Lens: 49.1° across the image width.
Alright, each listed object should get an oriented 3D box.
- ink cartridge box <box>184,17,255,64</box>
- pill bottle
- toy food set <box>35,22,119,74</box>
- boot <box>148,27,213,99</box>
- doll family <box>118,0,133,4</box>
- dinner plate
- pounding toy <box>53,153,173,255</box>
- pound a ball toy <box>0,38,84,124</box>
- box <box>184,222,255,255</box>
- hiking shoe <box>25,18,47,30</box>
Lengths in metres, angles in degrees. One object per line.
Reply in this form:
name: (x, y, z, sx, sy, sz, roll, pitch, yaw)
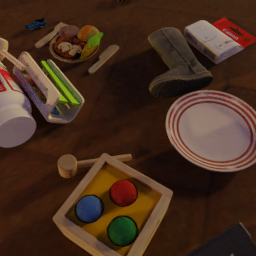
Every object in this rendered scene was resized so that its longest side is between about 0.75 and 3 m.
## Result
ink cartridge box: (3.310, -3.302, 9.884, 2.125, 0.502, 1.701, -31, 60, -18)
pill bottle: (-3.523, -0.713, 7.526, 1.414, 1.414, 2.519, -31, 61, -20)
toy food set: (-1.824, -2.984, 9.639, 2.651, 0.532, 1.830, 27, 59, 17)
boot: (1.249, -2.183, 8.865, 2.273, 0.907, 2.500, -12, 62, -25)
doll family: (-0.241, -5.322, 11.412, 0.900, 0.353, 0.520, 12, 60, 15)
dinner plate: (2.367, 0.036, 7.676, 2.693, 0.326, 2.693, 0, 56, 0)
pounding toy: (-0.527, 1.281, 6.211, 2.823, 1.292, 2.480, 27, 60, 17)
pound a ball toy: (-2.661, -1.250, 7.867, 2.537, 1.654, 1.078, 47, 112, 27)
box: (1.337, 3.592, 4.341, 2.903, 1.705, 2.855, -24, 58, -16)
hiking shoe: (-3.432, -3.879, 10.377, 0.803, 0.348, 0.299, -19, 57, -12)
